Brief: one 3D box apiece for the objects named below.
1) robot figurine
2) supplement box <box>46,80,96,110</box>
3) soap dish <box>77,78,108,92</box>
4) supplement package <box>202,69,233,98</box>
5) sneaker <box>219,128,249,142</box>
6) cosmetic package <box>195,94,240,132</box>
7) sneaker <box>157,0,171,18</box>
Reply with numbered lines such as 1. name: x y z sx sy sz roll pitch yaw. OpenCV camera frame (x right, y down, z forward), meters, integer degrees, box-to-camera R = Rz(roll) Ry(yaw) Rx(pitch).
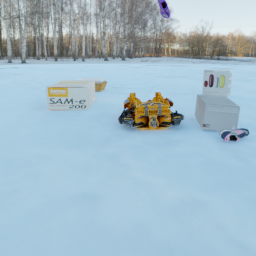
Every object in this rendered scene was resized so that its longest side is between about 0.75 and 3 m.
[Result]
1. robot figurine: 0.621 -0.558 8.451 1.867 0.750 2.576 -2 16 -2
2. supplement box: -2.152 -1.350 11.056 1.494 0.872 2.370 0 16 1
3. soap dish: -1.981 -2.331 15.071 1.539 0.625 1.211 3 16 9
4. supplement package: 4.217 -2.140 13.219 1.187 1.241 0.913 8 17 27
5. sneaker: 2.619 0.207 6.735 0.817 0.287 0.335 -5 36 -16
6. cosmetic package: 2.526 -0.477 8.140 0.951 0.803 1.781 5 13 3
7. sneaker: 1.360 -4.468 10.520 0.395 0.979 0.409 -29 54 13
